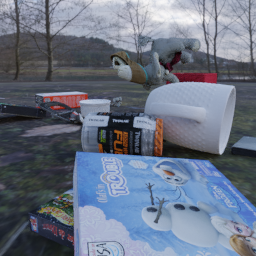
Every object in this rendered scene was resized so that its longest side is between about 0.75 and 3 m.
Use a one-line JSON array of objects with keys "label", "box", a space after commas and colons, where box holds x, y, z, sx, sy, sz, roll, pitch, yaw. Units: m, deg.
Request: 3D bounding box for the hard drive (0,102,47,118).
[{"label": "hard drive", "box": [-5.622, -0.921, 13.732, 1.838, 0.498, 2.631, 11, 3, 42]}]

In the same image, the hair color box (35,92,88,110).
[{"label": "hair color box", "box": [-4.174, -1.745, 17.708, 2.934, 0.898, 1.489, -8, 15, -36]}]

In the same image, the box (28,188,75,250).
[{"label": "box", "box": [-0.488, 1.449, 4.445, 1.780, 0.336, 1.216, 7, 14, 30]}]

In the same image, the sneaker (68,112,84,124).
[{"label": "sneaker", "box": [-2.389, -0.363, 12.795, 0.538, 0.506, 1.314, -33, 23, -19]}]

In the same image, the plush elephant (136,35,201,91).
[{"label": "plush elephant", "box": [1.470, -2.559, 11.478, 2.632, 2.038, 2.168, 10, -4, -8]}]

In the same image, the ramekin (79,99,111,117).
[{"label": "ramekin", "box": [-1.705, -1.012, 14.608, 1.609, 0.784, 1.609, -1, 13, 0]}]

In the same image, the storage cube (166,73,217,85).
[{"label": "storage cube", "box": [3.391, -1.839, 15.095, 2.108, 2.217, 2.466, 8, 16, 33]}]

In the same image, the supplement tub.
[{"label": "supplement tub", "box": [-0.109, 0.217, 7.801, 2.130, 1.305, 1.305, 1, 12, 9]}]

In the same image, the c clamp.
[{"label": "c clamp", "box": [-3.452, -0.869, 14.405, 2.110, 0.335, 2.470, 22, 16, 8]}]

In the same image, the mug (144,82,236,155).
[{"label": "mug", "box": [1.674, -0.425, 8.302, 2.412, 2.031, 2.751, 12, 4, 27]}]

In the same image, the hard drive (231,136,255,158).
[{"label": "hard drive", "box": [3.907, 0.581, 8.628, 1.038, 0.244, 1.487, 8, 15, 34]}]

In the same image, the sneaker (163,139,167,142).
[{"label": "sneaker", "box": [0.759, 0.315, 9.416, 0.643, 0.472, 1.420, 8, 11, 44]}]

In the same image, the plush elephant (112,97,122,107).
[{"label": "plush elephant", "box": [-0.710, -1.756, 18.459, 0.641, 0.603, 0.779, -4, 13, -16]}]

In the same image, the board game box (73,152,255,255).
[{"label": "board game box", "box": [0.521, 1.140, 3.918, 2.502, 0.545, 2.515, 4, 19, -14]}]

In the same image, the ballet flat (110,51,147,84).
[{"label": "ballet flat", "box": [-0.112, -2.445, 11.350, 0.885, 0.829, 2.446, -10, 42, -22]}]
